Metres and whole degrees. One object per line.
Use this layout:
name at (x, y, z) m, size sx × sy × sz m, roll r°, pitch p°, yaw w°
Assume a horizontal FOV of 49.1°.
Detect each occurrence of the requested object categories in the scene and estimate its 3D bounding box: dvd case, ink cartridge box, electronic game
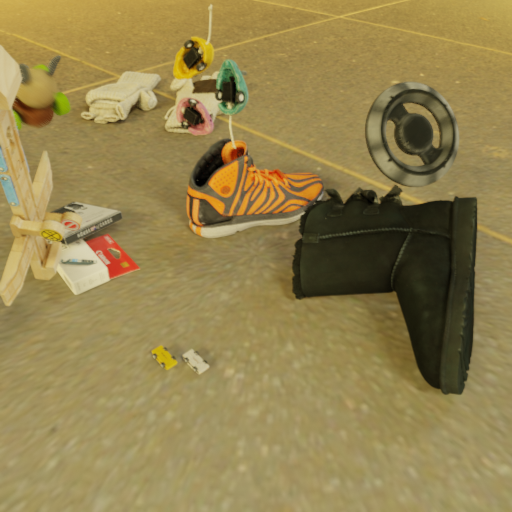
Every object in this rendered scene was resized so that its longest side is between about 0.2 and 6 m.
dvd case at (-3.114, -0.567, 9.402) m, size 1.472 × 0.182 × 1.106 m, roll 14°, pitch 35°, yaw 40°
ink cartridge box at (-2.614, 0.010, 8.876) m, size 1.087 × 0.276 × 1.234 m, roll -25°, pitch 43°, yaw -28°
electronic game at (2.224, -1.717, 7.933) m, size 1.488 × 1.488 × 0.310 m, roll -13°, pitch 3°, yaw -16°

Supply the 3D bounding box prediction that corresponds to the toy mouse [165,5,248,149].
toy mouse at (-0.562, -2.075, 7.416) m, size 0.333 × 1.719 × 1.528 m, roll -23°, pitch 78°, yaw -48°

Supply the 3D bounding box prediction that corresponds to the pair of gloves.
pair of gloves at (-2.366, -4.008, 13.920) m, size 3.517 × 0.617 × 2.990 m, roll 9°, pitch 38°, yaw 13°

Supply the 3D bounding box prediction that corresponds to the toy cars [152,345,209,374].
toy cars at (-0.974, 1.361, 7.191) m, size 0.774 × 0.171 × 0.347 m, roll 7°, pitch 43°, yaw 4°

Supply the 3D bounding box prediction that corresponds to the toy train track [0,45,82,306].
toy train track at (-2.089, -0.637, 5.375) m, size 0.500 × 3.072 × 1.762 m, roll 7°, pitch 58°, yaw -6°

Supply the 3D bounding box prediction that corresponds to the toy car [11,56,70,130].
toy car at (-3.133, -2.405, 7.776) m, size 0.970 × 1.180 × 0.931 m, roll -33°, pitch 92°, yaw -33°

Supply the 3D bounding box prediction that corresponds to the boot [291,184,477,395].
boot at (1.680, 0.346, 7.673) m, size 2.459 × 1.110 × 3.000 m, roll 0°, pitch 58°, yaw 24°

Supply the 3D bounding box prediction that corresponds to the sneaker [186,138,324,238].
sneaker at (0.066, -1.302, 9.603) m, size 2.643 × 1.481 × 1.025 m, roll -20°, pitch 42°, yaw -25°
